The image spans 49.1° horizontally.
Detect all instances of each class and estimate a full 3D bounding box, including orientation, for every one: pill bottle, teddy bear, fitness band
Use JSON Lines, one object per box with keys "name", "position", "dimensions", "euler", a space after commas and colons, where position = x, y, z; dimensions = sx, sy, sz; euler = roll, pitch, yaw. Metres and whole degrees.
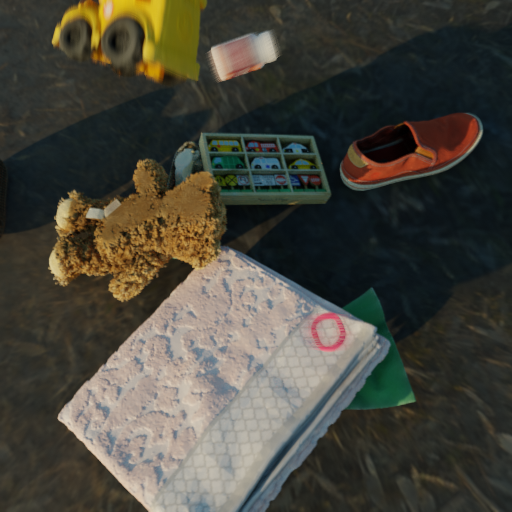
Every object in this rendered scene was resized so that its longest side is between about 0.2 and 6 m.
{"name": "pill bottle", "position": [-0.144, -2.412, 6.740], "dimensions": [0.710, 0.405, 0.405], "euler": [-17, 62, 6]}
{"name": "teddy bear", "position": [-2.146, -0.443, 10.051], "dimensions": [3.540, 1.182, 2.566], "euler": [-22, 58, 8]}
{"name": "fitness band", "position": [0.955, 1.006, 7.405], "dimensions": [0.426, 0.111, 0.594], "euler": [-30, 38, 10]}

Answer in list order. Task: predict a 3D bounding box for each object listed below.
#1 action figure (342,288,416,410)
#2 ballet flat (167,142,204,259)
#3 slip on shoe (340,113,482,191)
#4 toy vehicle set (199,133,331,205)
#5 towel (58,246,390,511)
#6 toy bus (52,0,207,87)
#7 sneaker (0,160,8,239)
{"name": "action figure", "position": [0.500, 1.896, 8.892], "dimensions": [3.461, 0.946, 2.044], "euler": [-16, 46, 5]}
{"name": "ballet flat", "position": [-1.448, -1.184, 10.733], "dimensions": [0.894, 0.894, 2.487], "euler": [7, 63, 4]}
{"name": "slip on shoe", "position": [3.193, -2.228, 11.232], "dimensions": [3.178, 0.972, 1.177], "euler": [-19, 62, -12]}
{"name": "toy vehicle set", "position": [0.167, -1.698, 10.938], "dimensions": [2.394, 0.317, 1.487], "euler": [-3, 61, -20]}
{"name": "towel", "position": [-0.628, 1.830, 8.428], "dimensions": [3.791, 0.640, 3.969], "euler": [25, 64, 41]}
{"name": "toy bus", "position": [-1.901, -3.882, 8.732], "dimensions": [2.178, 1.478, 2.091], "euler": [17, 103, 25]}
{"name": "sneaker", "position": [-5.370, -0.901, 10.763], "dimensions": [0.839, 0.782, 2.221], "euler": [-12, 56, 13]}
